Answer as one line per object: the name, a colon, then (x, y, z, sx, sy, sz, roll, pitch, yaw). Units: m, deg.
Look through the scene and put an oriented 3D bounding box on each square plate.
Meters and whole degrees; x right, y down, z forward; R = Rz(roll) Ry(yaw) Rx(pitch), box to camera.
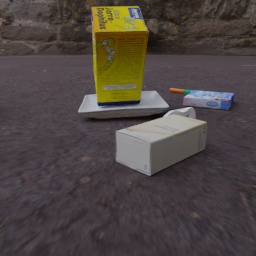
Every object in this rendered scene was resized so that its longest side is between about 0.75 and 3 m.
square plate: (-0.197, -0.858, 10.031, 2.848, 0.409, 2.875, -4, 17, -2)

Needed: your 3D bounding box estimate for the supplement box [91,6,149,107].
supplement box: (-0.366, -2.349, 9.512, 1.601, 2.924, 1.591, -4, 48, -8)

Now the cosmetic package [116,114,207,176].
cosmetic package: (0.772, 0.282, 6.122, 1.010, 0.713, 1.952, 17, 23, 42)

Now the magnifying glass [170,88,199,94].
magnifying glass: (2.821, -1.709, 13.247, 1.789, 0.200, 0.712, 11, 21, 33)

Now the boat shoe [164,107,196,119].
boat shoe: (1.349, -0.267, 8.106, 0.604, 0.635, 1.764, -8, 13, 39)

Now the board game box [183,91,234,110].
board game box: (3.240, -1.144, 11.143, 1.696, 0.370, 1.704, 7, 19, 24)
